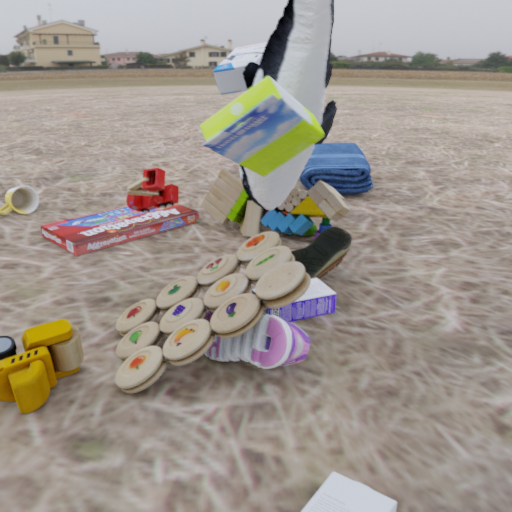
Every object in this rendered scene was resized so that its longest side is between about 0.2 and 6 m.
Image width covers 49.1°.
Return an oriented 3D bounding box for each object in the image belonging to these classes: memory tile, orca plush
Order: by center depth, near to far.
[{"bbox_3d":[-0.758,0.681,8.129,2.971,0.249,2.277,-30,25,1],"label":"memory tile"},{"bbox_3d":[0.139,-3.116,10.146,2.509,4.769,1.695,-38,60,-23],"label":"orca plush"}]

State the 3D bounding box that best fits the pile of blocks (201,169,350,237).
[{"bbox_3d":[0.507,-1.051,13.042,3.632,1.491,1.129,11,0,31],"label":"pile of blocks"}]

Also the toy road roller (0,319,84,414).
[{"bbox_3d":[-2.829,1.486,7.309,1.255,0.771,0.916,-18,40,-27],"label":"toy road roller"}]

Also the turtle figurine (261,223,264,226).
[{"bbox_3d":[-0.012,-1.425,14.253,1.147,0.851,1.183,6,35,35],"label":"turtle figurine"}]

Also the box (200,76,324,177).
[{"bbox_3d":[0.101,-1.895,8.423,1.265,0.494,2.074,-32,-17,20],"label":"box"}]

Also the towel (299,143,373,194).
[{"bbox_3d":[2.398,-2.728,17.485,2.121,0.922,3.799,1,23,4],"label":"towel"}]

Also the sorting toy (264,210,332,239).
[{"bbox_3d":[0.975,-1.013,13.282,0.837,0.831,2.413,-8,22,-35],"label":"sorting toy"}]

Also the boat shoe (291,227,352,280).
[{"bbox_3d":[1.019,0.221,10.472,1.936,0.715,0.732,-31,57,-20],"label":"boat shoe"}]

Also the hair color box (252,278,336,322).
[{"bbox_3d":[0.633,0.768,9.497,1.277,0.414,0.698,-7,24,-22],"label":"hair color box"}]

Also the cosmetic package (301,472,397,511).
[{"bbox_3d":[0.637,2.584,4.889,0.684,0.480,1.348,15,27,33],"label":"cosmetic package"}]

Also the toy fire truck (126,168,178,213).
[{"bbox_3d":[-1.829,-1.074,9.439,1.343,0.327,0.947,-9,-15,35],"label":"toy fire truck"}]

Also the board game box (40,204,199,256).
[{"bbox_3d":[-3.193,-0.774,13.440,3.322,0.323,1.710,-20,30,-40],"label":"board game box"}]

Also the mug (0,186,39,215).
[{"bbox_3d":[-6.314,-1.485,14.725,0.919,0.736,0.754,-11,16,-41],"label":"mug"}]

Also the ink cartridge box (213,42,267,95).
[{"bbox_3d":[-0.186,-4.041,12.026,0.985,0.577,1.345,-1,40,26],"label":"ink cartridge box"}]

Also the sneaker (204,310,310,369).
[{"bbox_3d":[-0.037,1.178,8.077,0.908,0.826,2.054,13,-5,-42],"label":"sneaker"}]
